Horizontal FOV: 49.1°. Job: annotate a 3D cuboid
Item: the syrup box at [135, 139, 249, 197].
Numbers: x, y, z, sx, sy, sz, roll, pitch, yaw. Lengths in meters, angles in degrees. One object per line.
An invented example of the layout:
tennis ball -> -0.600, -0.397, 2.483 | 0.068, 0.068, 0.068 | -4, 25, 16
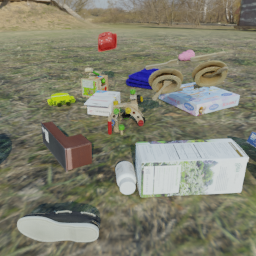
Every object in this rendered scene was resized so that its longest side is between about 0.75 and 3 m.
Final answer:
syrup box -> 1.690, 1.084, 7.831 | 2.870, 1.130, 1.169 | -2, 25, -5

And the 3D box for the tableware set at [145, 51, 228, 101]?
tableware set -> 2.009, -1.598, 9.418 | 2.649, 1.751, 0.531 | -8, 62, 14

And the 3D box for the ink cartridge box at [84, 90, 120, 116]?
ink cartridge box -> -1.166, -1.103, 13.023 | 1.166, 0.687, 2.026 | 6, 26, 12

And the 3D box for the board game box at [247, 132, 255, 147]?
board game box -> 4.901, 0.931, 8.313 | 1.560, 0.397, 2.305 | 17, 17, -25

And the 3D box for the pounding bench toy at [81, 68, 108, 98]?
pounding bench toy -> -1.737, -2.552, 15.014 | 1.012, 1.629, 1.270 | 11, 28, 22

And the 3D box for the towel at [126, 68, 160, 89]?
towel -> 1.352, -3.178, 17.415 | 2.136, 0.717, 2.893 | 10, 27, 23

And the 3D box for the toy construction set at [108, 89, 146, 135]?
toy construction set -> -0.193, -0.755, 11.336 | 1.630, 1.502, 1.955 | 12, 28, 25

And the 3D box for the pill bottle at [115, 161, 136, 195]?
pill bottle -> -0.054, 1.402, 7.857 | 0.549, 0.549, 0.960 | -3, 25, -5

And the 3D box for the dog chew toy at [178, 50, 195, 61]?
dog chew toy -> 4.841, -5.988, 23.328 | 1.416, 0.882, 0.882 | -18, 30, -18

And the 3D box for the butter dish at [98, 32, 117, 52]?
butter dish -> -1.083, -4.317, 13.594 | 0.990, 0.731, 0.987 | -8, 65, 13

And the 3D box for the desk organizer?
desk organizer -> -2.125, 0.492, 9.495 | 0.893, 0.832, 2.319 | -13, 28, -31

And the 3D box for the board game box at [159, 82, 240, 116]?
board game box -> 3.514, -1.571, 14.134 | 2.839, 0.584, 2.832 | -14, 28, -27

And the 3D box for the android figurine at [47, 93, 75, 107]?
android figurine -> -3.394, -1.441, 14.210 | 1.348, 0.304, 1.481 | -11, 28, -21

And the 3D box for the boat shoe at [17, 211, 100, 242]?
boat shoe -> -1.503, 2.113, 6.227 | 1.771, 0.654, 0.534 | 3, 25, -1
